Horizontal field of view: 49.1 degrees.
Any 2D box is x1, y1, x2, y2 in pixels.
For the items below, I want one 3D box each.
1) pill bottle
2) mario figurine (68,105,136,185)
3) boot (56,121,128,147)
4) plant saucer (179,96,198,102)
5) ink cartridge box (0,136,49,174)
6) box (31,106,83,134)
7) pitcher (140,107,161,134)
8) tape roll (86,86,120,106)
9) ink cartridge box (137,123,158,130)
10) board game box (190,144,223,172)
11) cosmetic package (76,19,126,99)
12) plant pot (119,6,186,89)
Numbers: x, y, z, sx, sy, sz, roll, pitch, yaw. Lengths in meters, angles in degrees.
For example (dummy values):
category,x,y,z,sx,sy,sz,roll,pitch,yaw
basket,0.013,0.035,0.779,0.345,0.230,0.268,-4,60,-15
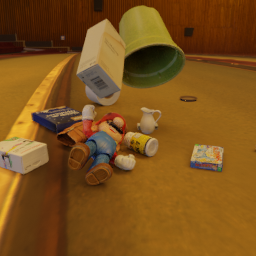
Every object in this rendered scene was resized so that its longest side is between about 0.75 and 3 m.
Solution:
category,x,y,z,sx,sy,sz,roll,pitch,yaw
pill bottle,0.393,0.487,8.863,1.026,0.587,0.587,17,26,40
mario figurine,-0.609,0.247,7.967,1.518,1.768,2.865,-9,21,13
boot,-1.205,0.206,9.482,2.098,0.773,1.623,-2,15,33
plant saucer,3.372,-1.644,15.652,1.008,0.149,1.008,0,20,0
ink cartridge box,-3.150,0.752,8.108,1.364,0.573,0.988,10,22,27
box,-2.628,-0.345,11.521,1.646,0.440,2.718,-16,26,-39
pitcher,0.847,-0.255,10.466,0.796,0.928,0.562,9,21,24
tape roll,-1.301,-1.996,14.571,1.528,1.528,1.049,-14,23,-35
ink cartridge box,0.768,-0.117,11.234,0.797,0.174,0.692,-1,21,-4
board game box,2.372,0.856,8.346,0.878,0.223,1.297,6,20,17
cosmetic package,-0.629,-1.786,7.176,0.687,0.973,1.879,-19,47,27
plant pot,0.681,-3.386,11.344,2.713,2.713,2.494,-5,64,-13
